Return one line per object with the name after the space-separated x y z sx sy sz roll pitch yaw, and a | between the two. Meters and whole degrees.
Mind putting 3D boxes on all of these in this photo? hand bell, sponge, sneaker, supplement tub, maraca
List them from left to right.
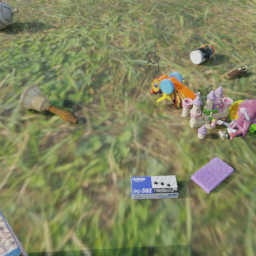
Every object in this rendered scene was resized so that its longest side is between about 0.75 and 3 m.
-2.694 -0.681 10.016 2.038 1.061 1.061 27 49 8 | hand bell
3.418 -3.389 12.792 1.070 0.655 0.655 -31 52 -28 | supplement tub
2.478 1.355 8.205 1.169 0.174 0.652 -30 52 -27 | sponge
4.650 -2.411 11.966 1.034 0.391 0.364 -17 46 -18 | sneaker
4.098 -0.411 9.642 1.323 0.907 0.708 41 12 25 | maraca

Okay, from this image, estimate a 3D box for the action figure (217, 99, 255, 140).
3.661 -0.167 8.804 1.175 1.057 1.578 41 71 -8 | action figure

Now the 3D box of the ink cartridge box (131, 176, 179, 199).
0.726 1.658 7.809 1.260 0.279 0.592 -2 43 -2 | ink cartridge box

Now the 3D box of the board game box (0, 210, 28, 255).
-2.800 2.808 5.086 1.906 2.391 1.158 -30 51 -26 | board game box

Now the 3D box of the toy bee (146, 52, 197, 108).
1.515 -1.609 10.734 1.575 1.308 2.405 -16 70 -28 | toy bee

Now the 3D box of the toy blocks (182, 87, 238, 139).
2.856 -0.653 9.402 1.561 1.406 1.670 -11 45 -12 | toy blocks

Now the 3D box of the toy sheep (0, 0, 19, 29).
-7.009 -6.084 14.863 2.492 1.718 1.718 0 43 12 | toy sheep
